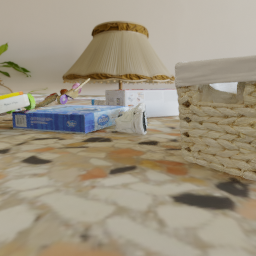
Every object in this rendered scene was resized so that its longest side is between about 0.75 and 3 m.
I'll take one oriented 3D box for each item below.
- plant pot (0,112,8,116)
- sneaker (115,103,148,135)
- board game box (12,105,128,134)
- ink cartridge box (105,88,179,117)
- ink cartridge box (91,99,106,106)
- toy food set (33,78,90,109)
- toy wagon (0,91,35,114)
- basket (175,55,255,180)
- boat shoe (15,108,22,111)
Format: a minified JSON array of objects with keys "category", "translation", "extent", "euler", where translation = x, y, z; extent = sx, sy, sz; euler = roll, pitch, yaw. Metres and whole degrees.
[{"category":"plant pot","translation":[-4.528,-0.730,9.907],"extent":[1.002,0.462,1.002],"euler":[17,15,-5]},{"category":"sneaker","translation":[0.126,-0.282,8.236],"extent":[0.875,0.812,2.160],"euler":[-7,7,8]},{"category":"board game box","translation":[-1.740,-0.375,9.056],"extent":[2.674,0.580,2.660],"euler":[3,10,25]},{"category":"ink cartridge box","translation":[0.516,-1.127,12.276],"extent":[2.803,1.175,2.461],"euler":[-5,9,-28]},{"category":"ink cartridge box","translation":[-1.176,-1.317,15.609],"extent":[0.971,0.568,1.673],"euler":[-8,11,-42]},{"category":"toy food set","translation":[-2.252,-1.117,9.794],"extent":[2.093,0.330,1.330],"euler":[-13,26,34]},{"category":"toy wagon","translation":[-4.261,-0.465,8.049],"extent":[2.967,0.587,2.302],"euler":[-5,13,35]},{"category":"basket","translation":[2.322,-0.263,4.753],"extent":[2.729,1.683,1.850],"euler":[-4,9,-33]},{"category":"boat shoe","translation":[-4.931,-0.757,12.722],"extent":[0.309,0.315,0.884],"euler":[0,8,-2]}]
